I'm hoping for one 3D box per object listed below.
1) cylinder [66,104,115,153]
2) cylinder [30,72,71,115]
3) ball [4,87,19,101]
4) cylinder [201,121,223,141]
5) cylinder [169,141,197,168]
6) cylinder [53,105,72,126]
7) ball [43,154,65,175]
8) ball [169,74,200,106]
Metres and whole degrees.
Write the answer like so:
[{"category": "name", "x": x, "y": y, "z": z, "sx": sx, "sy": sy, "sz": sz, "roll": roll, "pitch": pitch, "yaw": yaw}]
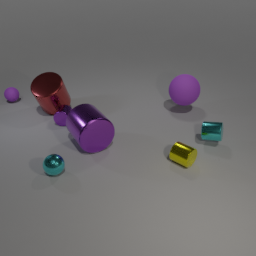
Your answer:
[{"category": "cylinder", "x": -1.412, "y": -0.011, "z": 10.385, "sx": 1.400, "sy": 1.400, "sz": 1.400, "roll": -17, "pitch": 35, "yaw": -26}, {"category": "cylinder", "x": -3.405, "y": -1.520, "z": 12.464, "sx": 1.400, "sy": 1.400, "sz": 1.400, "roll": -3, "pitch": 60, "yaw": 5}, {"category": "ball", "x": -5.689, "y": -1.651, "z": 13.705, "sx": 0.700, "sy": 0.700, "sz": 0.700, "roll": 0, "pitch": 31, "yaw": 0}, {"category": "cylinder", "x": 3.143, "y": 0.118, "z": 10.429, "sx": 0.700, "sy": 0.700, "sz": 0.700, "roll": 4, "pitch": 30, "yaw": 25}, {"category": "cylinder", "x": 1.891, "y": 0.902, "z": 9.564, "sx": 0.700, "sy": 0.700, "sz": 0.700, "roll": 25, "pitch": 39, "yaw": 36}, {"category": "cylinder", "x": -2.750, "y": -0.545, "z": 11.970, "sx": 0.700, "sy": 0.700, "sz": 0.700, "roll": 2, "pitch": 31, "yaw": 3}, {"category": "ball", "x": -2.412, "y": 1.188, "z": 9.101, "sx": 0.700, "sy": 0.700, "sz": 0.700, "roll": 0, "pitch": 31, "yaw": 0}, {"category": "ball", "x": 2.532, "y": -1.710, "z": 12.582, "sx": 1.400, "sy": 1.400, "sz": 1.400, "roll": 0, "pitch": 31, "yaw": 0}]
